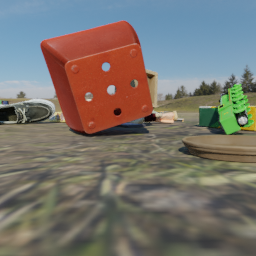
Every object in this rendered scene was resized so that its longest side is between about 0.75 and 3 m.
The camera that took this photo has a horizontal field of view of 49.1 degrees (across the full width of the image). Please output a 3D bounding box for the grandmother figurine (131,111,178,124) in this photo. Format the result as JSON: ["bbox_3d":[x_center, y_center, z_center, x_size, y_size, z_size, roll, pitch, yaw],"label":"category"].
[{"bbox_3d":[1.066,-0.420,11.631,1.953,0.591,1.184,-5,-16,-19],"label":"grandmother figurine"}]

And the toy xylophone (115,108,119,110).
[{"bbox_3d":[-0.437,-0.759,10.497,1.136,0.390,1.551,6,-21,-7],"label":"toy xylophone"}]

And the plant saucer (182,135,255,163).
[{"bbox_3d":[1.456,0.252,3.751,1.448,0.213,1.448,0,5,0],"label":"plant saucer"}]

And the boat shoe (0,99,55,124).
[{"bbox_3d":[-4.346,-0.524,11.276,2.762,0.995,0.979,-8,20,-9],"label":"boat shoe"}]

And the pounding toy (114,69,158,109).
[{"bbox_3d":[0.042,-1.662,9.076,1.704,1.940,0.888,8,-11,-33],"label":"pounding toy"}]

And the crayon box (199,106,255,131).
[{"bbox_3d":[3.788,-0.339,8.739,1.744,0.716,2.774,-2,4,-25],"label":"crayon box"}]

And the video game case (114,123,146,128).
[{"bbox_3d":[-0.078,-0.099,9.801,0.822,0.109,1.151,-4,4,-44],"label":"video game case"}]

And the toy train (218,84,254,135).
[{"bbox_3d":[2.818,-0.567,7.520,0.779,0.576,2.762,-27,11,25],"label":"toy train"}]

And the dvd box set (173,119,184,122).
[{"bbox_3d":[2.401,-0.378,13.771,0.631,0.127,0.863,1,4,15],"label":"dvd box set"}]

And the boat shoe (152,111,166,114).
[{"bbox_3d":[1.658,-0.592,14.554,1.365,0.516,0.412,14,10,37],"label":"boat shoe"}]

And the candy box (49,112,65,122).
[{"bbox_3d":[-2.769,-0.507,12.991,1.737,0.480,1.003,4,5,44],"label":"candy box"}]

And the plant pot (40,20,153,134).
[{"bbox_3d":[-0.598,-1.101,6.697,2.364,2.366,2.085,-18,24,-9],"label":"plant pot"}]

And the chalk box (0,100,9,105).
[{"bbox_3d":[-5.723,-0.702,12.051,1.606,1.003,0.996,-1,4,-5],"label":"chalk box"}]
